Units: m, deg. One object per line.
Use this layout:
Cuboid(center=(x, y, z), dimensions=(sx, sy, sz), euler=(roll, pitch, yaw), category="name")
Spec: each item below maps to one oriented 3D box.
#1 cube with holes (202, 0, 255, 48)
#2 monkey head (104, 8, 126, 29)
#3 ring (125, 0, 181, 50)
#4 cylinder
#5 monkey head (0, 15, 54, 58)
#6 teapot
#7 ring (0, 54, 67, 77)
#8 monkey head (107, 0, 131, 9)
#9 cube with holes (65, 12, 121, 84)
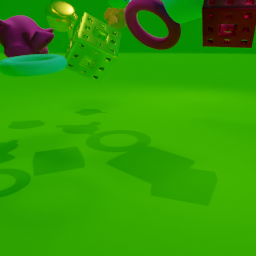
Cuboid(center=(2.067, -2.334, 5.622), dimensions=(0.981, 0.981, 0.981), euler=(8, -26, 20), category="cube with holes")
Cuboid(center=(-0.427, -4.299, 11.231), dimensions=(1.519, 1.093, 0.915), euler=(-15, -34, 27), category="monkey head")
Cuboid(center=(0.691, -2.950, 8.013), dimensions=(1.773, 1.773, 0.355), euler=(15, 65, 41), category="ring")
Cuboid(center=(1.703, -3.367, 6.620), dimensions=(1.392, 1.392, 1.392), euler=(-2, 11, 41), category="cylinder")
Cuboid(center=(-2.514, -2.339, 7.037), dimensions=(1.418, 1.188, 1.971), euler=(-25, -10, 39), category="monkey head")
Cuboid(center=(-2.266, -3.716, 9.598), dimensions=(1.085, 0.854, 1.745), euler=(-21, 68, -34), category="teapot")
Cuboid(center=(-1.866, -1.253, 5.532), dimensions=(1.298, 0.260, 1.298), euler=(-2, 22, 1), category="ring")
Cuboid(center=(-0.204, -4.232, 9.263), dimensions=(1.018, 1.215, 1.689), euler=(-38, 55, -23), category="monkey head")
Cuboid(center=(-0.851, -1.870, 6.647), dimensions=(0.963, 0.963, 0.963), euler=(22, 51, -22), category="cube with holes")
